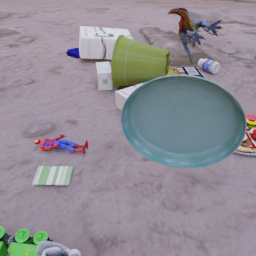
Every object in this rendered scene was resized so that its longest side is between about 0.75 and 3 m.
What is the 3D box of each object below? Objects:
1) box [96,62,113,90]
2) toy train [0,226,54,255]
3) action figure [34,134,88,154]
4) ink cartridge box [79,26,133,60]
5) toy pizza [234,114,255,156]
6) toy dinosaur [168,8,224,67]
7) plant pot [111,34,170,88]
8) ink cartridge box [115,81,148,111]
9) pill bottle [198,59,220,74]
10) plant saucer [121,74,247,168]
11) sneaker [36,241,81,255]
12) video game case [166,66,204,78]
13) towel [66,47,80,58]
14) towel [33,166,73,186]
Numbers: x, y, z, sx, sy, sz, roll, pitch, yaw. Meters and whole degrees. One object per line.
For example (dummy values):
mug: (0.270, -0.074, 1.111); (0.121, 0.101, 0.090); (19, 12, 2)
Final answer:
box: (-1.135, -2.461, 13.190); (0.680, 0.868, 1.396); (-4, 33, -7)
toy train: (-2.882, 2.478, 5.848); (2.673, 0.558, 0.754); (3, 43, 6)
action figure: (-2.204, 0.505, 9.023); (1.760, 0.455, 0.576); (3, 35, 9)
ink cartridge box: (-1.338, -4.972, 16.431); (2.982, 1.253, 2.169); (0, 35, -12)
toy pizza: (3.989, 0.056, 9.686); (2.597, 0.412, 2.597); (0, 33, 0)
toy dinosaur: (2.302, -3.694, 10.133); (1.525, 2.904, 2.635); (-44, 31, 8)
plant pot: (0.661, -2.806, 12.413); (2.233, 2.352, 2.352); (10, 34, 12)
ink cartridge box: (0.568, -1.176, 11.277); (1.789, 0.768, 1.310); (-23, 38, -29)
pill bottle: (4.222, -3.286, 14.720); (0.615, 0.615, 1.097); (-22, 39, -30)
plant saucer: (0.827, -0.071, 4.384); (1.892, 1.892, 0.259); (6, 44, 10)
sneaker: (-1.727, 2.638, 4.966); (2.026, 1.164, 0.761); (-6, 33, -9)
video game case: (2.366, -2.242, 13.336); (2.527, 0.357, 2.797); (-3, 34, -5)
towel: (-2.898, -4.713, 17.161); (1.116, 0.374, 1.511); (23, 39, 33)
towel: (-2.117, 1.357, 7.953); (1.015, 0.119, 0.774); (1, 33, -1)
